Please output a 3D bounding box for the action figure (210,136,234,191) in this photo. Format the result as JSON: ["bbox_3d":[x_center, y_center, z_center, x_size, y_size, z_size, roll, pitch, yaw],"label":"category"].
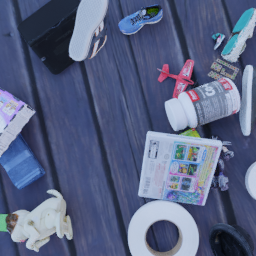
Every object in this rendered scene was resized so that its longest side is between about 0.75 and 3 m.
[{"bbox_3d":[3.562,1.358,11.188,0.741,1.389,2.135,-4,86,-44],"label":"action figure"}]

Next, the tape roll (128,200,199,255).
[{"bbox_3d":[1.392,4.365,11.257,2.865,0.524,2.865,0,86,-1],"label":"tape roll"}]

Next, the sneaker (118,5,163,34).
[{"bbox_3d":[0.506,-4.642,11.702,2.031,0.905,0.798,-26,86,-1],"label":"sneaker"}]

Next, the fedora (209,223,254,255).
[{"bbox_3d":[4.214,4.600,10.827,1.015,2.221,2.221,-19,86,-32],"label":"fedora"}]

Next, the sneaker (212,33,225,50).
[{"bbox_3d":[3.748,-3.740,11.922,0.459,0.318,0.760,32,79,-3],"label":"sneaker"}]

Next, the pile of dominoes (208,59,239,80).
[{"bbox_3d":[4.065,-2.388,11.905,1.119,0.178,0.872,27,86,2],"label":"pile of dominoes"}]

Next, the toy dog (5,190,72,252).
[{"bbox_3d":[-3.550,3.612,10.825,2.273,1.586,2.204,-13,74,0],"label":"toy dog"}]

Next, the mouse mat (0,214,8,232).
[{"bbox_3d":[-4.882,3.914,11.537,0.897,0.034,0.722,3,86,1],"label":"mouse mat"}]

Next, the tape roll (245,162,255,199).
[{"bbox_3d":[5.768,2.196,11.500,1.833,0.335,1.833,0,87,-1],"label":"tape roll"}]

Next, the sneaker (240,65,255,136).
[{"bbox_3d":[5.420,-1.081,11.368,1.449,1.033,2.921,8,82,6],"label":"sneaker"}]

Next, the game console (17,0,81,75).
[{"bbox_3d":[-2.866,-4.098,11.984,2.788,1.622,2.452,-38,117,-2],"label":"game console"}]

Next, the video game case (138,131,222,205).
[{"bbox_3d":[1.895,1.622,10.757,2.696,0.351,2.962,8,118,3],"label":"video game case"}]

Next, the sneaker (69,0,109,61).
[{"bbox_3d":[-1.076,-3.143,8.570,0.882,0.893,2.248,41,123,16],"label":"sneaker"}]

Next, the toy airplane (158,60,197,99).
[{"bbox_3d":[2.044,-2.107,11.807,1.800,0.331,1.800,0,87,1],"label":"toy airplane"}]

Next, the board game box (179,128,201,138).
[{"bbox_3d":[2.706,0.813,11.305,0.779,0.365,1.534,-26,64,-2],"label":"board game box"}]

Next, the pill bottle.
[{"bbox_3d":[2.908,-0.896,11.135,2.608,1.485,1.485,-19,86,-2],"label":"pill bottle"}]

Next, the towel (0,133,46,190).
[{"bbox_3d":[-4.533,1.255,11.461,1.293,0.562,2.315,-34,88,-2],"label":"towel"}]

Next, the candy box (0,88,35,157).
[{"bbox_3d":[-5.135,-0.311,11.027,1.886,0.804,2.248,30,79,23],"label":"candy box"}]

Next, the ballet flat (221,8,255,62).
[{"bbox_3d":[4.760,-3.822,11.816,0.859,0.859,2.394,31,89,2],"label":"ballet flat"}]
